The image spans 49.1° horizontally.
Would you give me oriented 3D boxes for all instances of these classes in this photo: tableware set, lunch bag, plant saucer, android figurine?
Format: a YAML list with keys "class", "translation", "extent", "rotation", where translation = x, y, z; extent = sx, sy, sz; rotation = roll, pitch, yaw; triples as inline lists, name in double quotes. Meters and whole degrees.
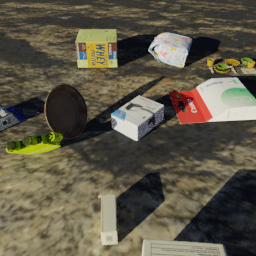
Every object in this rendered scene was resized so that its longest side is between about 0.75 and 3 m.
- class: "tableware set"
  translation: [4.853, -3.019, 13.114]
  extent: [2.220, 0.341, 1.495]
  rotation: [1, 37, 2]
- class: "lunch bag"
  translation: [2.029, -3.816, 13.532]
  extent: [1.819, 1.156, 1.542]
  rotation: [18, 41, 7]
- class: "plant saucer"
  translation: [-1.971, -0.498, 8.754]
  extent: [0.311, 1.698, 1.698]
  rotation: [-5, 29, 36]
- class: "android figurine"
  translation: [-2.527, 0.450, 7.735]
  extent: [1.494, 0.337, 1.642]
  rotation: [-17, -10, 14]

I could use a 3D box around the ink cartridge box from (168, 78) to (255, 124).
- class: "ink cartridge box"
  translation: [3.064, -1.080, 10.293]
  extent: [2.739, 0.686, 2.204]
  rotation: [-1, 36, -5]

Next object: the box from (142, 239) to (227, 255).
- class: "box"
  translation: [0.880, 3.050, 4.266]
  extent: [1.429, 1.218, 2.235]
  rotation: [3, 37, 4]

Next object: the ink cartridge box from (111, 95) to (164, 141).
- class: "ink cartridge box"
  translation: [0.344, -0.377, 9.320]
  extent: [1.092, 0.630, 1.505]
  rotation: [26, 45, 30]

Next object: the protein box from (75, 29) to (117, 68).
- class: "protein box"
  translation: [-1.439, -3.834, 13.428]
  extent: [1.842, 1.242, 1.828]
  rotation: [-1, 37, -2]

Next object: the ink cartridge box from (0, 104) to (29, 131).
- class: "ink cartridge box"
  translation: [-4.731, -0.225, 9.285]
  extent: [1.229, 0.485, 2.472]
  rotation: [29, 44, 34]

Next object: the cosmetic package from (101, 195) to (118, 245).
- class: "cosmetic package"
  translation: [-0.418, 2.027, 6.243]
  extent: [0.355, 0.502, 0.970]
  rotation: [-3, 36, -3]
